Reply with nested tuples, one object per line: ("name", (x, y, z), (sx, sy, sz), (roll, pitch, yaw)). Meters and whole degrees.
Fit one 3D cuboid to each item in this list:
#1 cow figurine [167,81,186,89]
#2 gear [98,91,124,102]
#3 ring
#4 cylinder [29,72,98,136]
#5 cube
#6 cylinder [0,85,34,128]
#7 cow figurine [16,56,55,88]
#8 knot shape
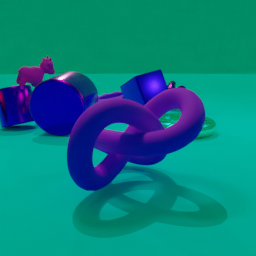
("cow figurine", (1.608, -1.171, 10.854), (1.639, 0.900, 1.613), (-24, 23, 31))
("gear", (-0.580, -1.040, 10.580), (1.965, 0.363, 1.965), (-11, 15, 3))
("ring", (1.316, -0.080, 7.017), (1.734, 0.347, 1.734), (0, 12, 0))
("cylinder", (-1.537, -0.647, 6.977), (1.349, 1.349, 1.349), (2, 19, 7))
("cube", (0.539, -1.064, 8.530), (1.002, 1.002, 1.002), (-21, 0, -29))
("cylinder", (-2.974, -0.579, 7.451), (0.973, 0.973, 0.973), (-12, 6, 1))
("cow figurine", (-2.606, -1.611, 7.944), (1.006, 0.990, 0.552), (5, 22, -44))
("knot shape", (0.172, 0.065, 3.669), (1.738, 0.858, 1.857), (-28, -11, 14))
